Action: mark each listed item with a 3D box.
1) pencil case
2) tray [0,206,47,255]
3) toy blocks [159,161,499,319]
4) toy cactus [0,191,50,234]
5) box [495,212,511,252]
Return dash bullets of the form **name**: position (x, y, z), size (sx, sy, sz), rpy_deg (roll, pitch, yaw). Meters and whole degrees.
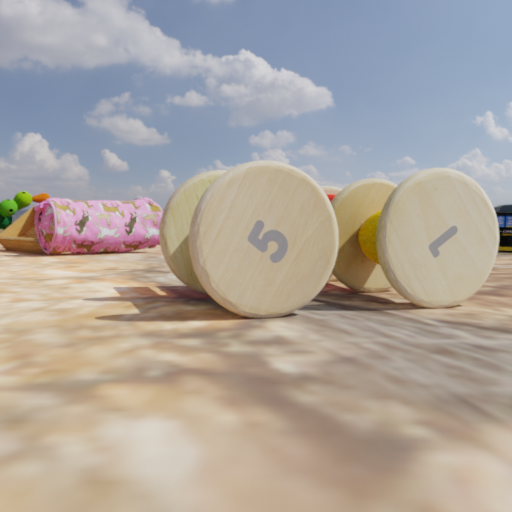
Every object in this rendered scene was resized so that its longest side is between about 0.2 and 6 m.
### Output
- **pencil case**: position (-2.883, -0.577, 10.409), size (2.301, 0.953, 0.996), rpy_deg (-6, 49, -41)
- **tray**: position (-4.308, -0.544, 11.230), size (2.203, 0.408, 1.086), rpy_deg (5, 46, 46)
- **toy blocks**: position (0.234, -0.181, 4.786), size (2.237, 0.975, 2.684), rpy_deg (-1, 3, -18)
- **toy cactus**: position (-5.834, -0.620, 12.796), size (2.766, 1.414, 2.282), rpy_deg (-7, -12, -42)
- **box**: position (5.728, -0.557, 12.382), size (2.826, 0.873, 3.539), rpy_deg (3, 4, 24)
